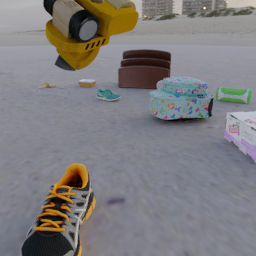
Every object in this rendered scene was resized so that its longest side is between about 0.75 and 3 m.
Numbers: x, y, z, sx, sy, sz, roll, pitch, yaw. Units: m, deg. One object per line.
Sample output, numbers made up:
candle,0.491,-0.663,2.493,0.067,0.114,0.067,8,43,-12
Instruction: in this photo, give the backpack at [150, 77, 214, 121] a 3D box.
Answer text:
backpack,1.750,-0.976,9.642,1.987,1.496,1.764,-10,21,-11

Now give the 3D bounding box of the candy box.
candy box,3.972,0.173,7.316,2.211,0.791,1.854,-2,20,-6

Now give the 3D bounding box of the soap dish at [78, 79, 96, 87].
soap dish,-2.163,-2.387,14.933,0.798,0.324,0.627,6,21,16

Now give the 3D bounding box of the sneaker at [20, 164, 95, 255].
sneaker,-1.033,1.307,4.232,0.834,0.823,2.131,3,22,3

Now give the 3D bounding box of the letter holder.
letter holder,0.889,-3.103,14.639,2.628,1.868,1.321,4,21,9

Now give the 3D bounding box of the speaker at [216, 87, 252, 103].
speaker,4.487,-1.409,11.921,1.372,0.607,0.607,10,23,26

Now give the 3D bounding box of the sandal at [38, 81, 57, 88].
sandal,-4.248,-2.305,14.715,0.965,0.317,0.354,-7,22,-19

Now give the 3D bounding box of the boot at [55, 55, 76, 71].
boot,-2.320,-3.463,11.060,0.771,2.348,1.935,45,20,27

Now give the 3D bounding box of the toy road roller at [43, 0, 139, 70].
toy road roller,-1.138,-2.883,8.127,2.594,1.894,1.594,-30,65,-36

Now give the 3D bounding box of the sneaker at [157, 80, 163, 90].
sneaker,2.273,-1.958,13.197,2.061,0.778,1.173,3,19,-9

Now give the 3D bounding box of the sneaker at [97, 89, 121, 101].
sneaker,-0.850,-1.450,12.176,1.200,0.478,0.465,11,23,24
